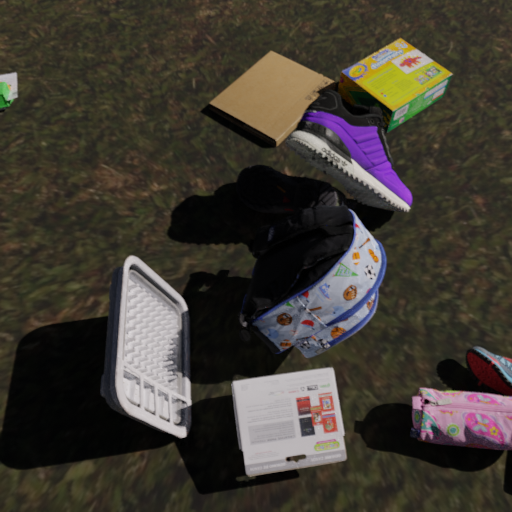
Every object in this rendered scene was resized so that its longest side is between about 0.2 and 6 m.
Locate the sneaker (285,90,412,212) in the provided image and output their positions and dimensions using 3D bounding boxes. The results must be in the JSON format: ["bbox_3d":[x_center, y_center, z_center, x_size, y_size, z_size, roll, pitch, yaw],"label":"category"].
[{"bbox_3d":[2.212,-2.107,11.142,1.144,3.292,1.637,18,81,56],"label":"sneaker"}]

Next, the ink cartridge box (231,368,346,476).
[{"bbox_3d":[0.510,2.700,9.188,1.678,0.704,1.473,-6,74,-6],"label":"ink cartridge box"}]

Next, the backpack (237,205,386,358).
[{"bbox_3d":[1.061,0.407,9.676,1.950,2.412,2.532,36,34,-22],"label":"backpack"}]

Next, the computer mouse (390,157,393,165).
[{"bbox_3d":[2.345,-2.472,12.991,1.830,0.311,0.536,27,62,17],"label":"computer mouse"}]

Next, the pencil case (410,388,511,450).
[{"bbox_3d":[3.616,2.670,9.190,2.091,0.914,0.914,2,57,13],"label":"pencil case"}]

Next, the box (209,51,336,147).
[{"bbox_3d":[0.423,-3.995,13.978,2.087,0.272,2.553,33,64,20],"label":"box"}]

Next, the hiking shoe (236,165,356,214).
[{"bbox_3d":[0.764,-1.258,11.932,2.622,1.320,0.993,21,97,35],"label":"hiking shoe"}]

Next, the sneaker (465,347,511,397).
[{"bbox_3d":[4.477,2.133,9.986,1.564,0.620,0.747,39,45,17],"label":"sneaker"}]

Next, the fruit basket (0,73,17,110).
[{"bbox_3d":[-6.553,-4.108,13.977,1.187,0.600,1.281,-16,43,-10],"label":"fruit basket"}]

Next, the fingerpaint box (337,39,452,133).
[{"bbox_3d":[3.388,-4.225,13.824,2.108,0.773,1.758,-35,65,-21],"label":"fingerpaint box"}]

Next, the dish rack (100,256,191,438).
[{"bbox_3d":[-1.850,1.579,9.423,0.582,2.294,2.673,-15,56,17],"label":"dish rack"}]
